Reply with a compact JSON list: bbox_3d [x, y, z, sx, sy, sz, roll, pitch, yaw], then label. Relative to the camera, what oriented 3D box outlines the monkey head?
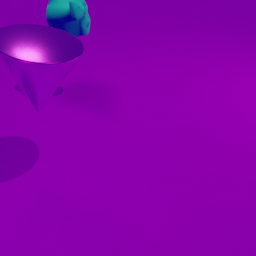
[{"bbox_3d":[-1.748,-3.138,7.832,1.202,1.995,1.435,-11,17,4],"label":"monkey head"}]

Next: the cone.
[{"bbox_3d":[-1.826,-0.975,5.734,1.668,1.674,1.668,10,38,-8],"label":"cone"}]
